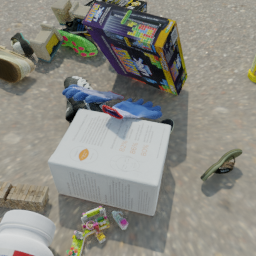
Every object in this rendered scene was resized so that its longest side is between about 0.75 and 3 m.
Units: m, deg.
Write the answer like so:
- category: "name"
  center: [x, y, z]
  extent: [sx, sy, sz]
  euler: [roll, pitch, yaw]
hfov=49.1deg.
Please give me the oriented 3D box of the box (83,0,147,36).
- category: "box"
  center: [-0.831, -4.944, 12.333]
  extent: [2.369, 0.732, 2.966]
  euler: [21, 49, 17]

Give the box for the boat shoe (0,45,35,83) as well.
- category: "boat shoe"
  center: [-4.536, -2.384, 9.672]
  extent: [2.876, 1.037, 0.934]
  euler: [22, 38, 19]

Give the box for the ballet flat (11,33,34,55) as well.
- category: "ballet flat"
  center: [-4.083, -3.127, 10.694]
  extent: [0.611, 0.607, 1.786]
  euler: [-30, 42, -15]

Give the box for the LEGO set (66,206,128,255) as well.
- category: "LEGO set"
  center: [-0.790, 2.112, 5.459]
  extent: [0.763, 0.617, 1.658]
  euler: [34, 54, 29]

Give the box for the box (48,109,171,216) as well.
- category: "box"
  center: [-0.320, 0.718, 6.401]
  extent: [2.283, 1.214, 1.739]
  euler: [11, 47, 11]

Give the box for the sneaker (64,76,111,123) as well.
- category: "sneaker"
  center: [-1.408, -0.678, 8.049]
  extent: [1.137, 0.835, 2.513]
  euler: [-26, 53, -27]

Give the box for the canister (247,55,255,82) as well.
- category: "canister"
  center: [4.677, -2.272, 9.177]
  extent: [1.084, 1.460, 0.632]
  euler: [-6, 46, -5]

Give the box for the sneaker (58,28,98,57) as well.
- category: "sneaker"
  center: [-1.905, -3.439, 10.782]
  extent: [2.152, 0.826, 0.902]
  euler: [33, 58, 27]

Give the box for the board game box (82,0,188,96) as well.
- category: "board game box"
  center: [0.365, -2.187, 8.136]
  extent: [2.404, 2.908, 0.825]
  euler: [23, 82, 23]

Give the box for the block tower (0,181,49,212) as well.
- category: "block tower"
  center: [-2.541, 1.494, 6.207]
  extent: [1.560, 0.451, 0.421]
  euler: [4, 46, 7]

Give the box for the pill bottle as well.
- category: "pill bottle"
  center: [-1.963, 2.608, 4.488]
  extent: [1.304, 1.304, 2.323]
  euler: [4, 46, 4]

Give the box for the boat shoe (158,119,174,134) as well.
- category: "boat shoe"
  center: [0.807, 0.077, 7.614]
  extent: [1.312, 0.408, 0.489]
  euler: [-34, 53, -30]

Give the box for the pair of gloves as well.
- category: "pair of gloves"
  center: [-0.402, -0.710, 7.152]
  extent: [2.467, 0.281, 1.984]
  euler: [24, 19, 30]

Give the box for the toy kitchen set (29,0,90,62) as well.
- category: "toy kitchen set"
  center: [-1.647, -3.146, 10.338]
  extent: [2.872, 1.692, 2.301]
  euler: [18, 71, 19]

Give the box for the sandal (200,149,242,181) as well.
- category: "sandal"
  center: [2.252, 0.932, 6.633]
  extent: [1.274, 0.506, 0.364]
  euler: [-33, 63, -20]

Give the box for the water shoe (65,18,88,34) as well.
- category: "water shoe"
  center: [-1.425, -3.057, 8.296]
  extent: [1.036, 0.409, 0.370]
  euler: [-4, 70, 30]
